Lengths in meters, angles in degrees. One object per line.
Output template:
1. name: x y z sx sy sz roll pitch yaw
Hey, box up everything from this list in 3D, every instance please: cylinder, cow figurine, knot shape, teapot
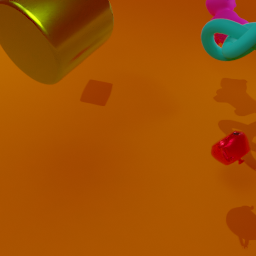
1. cylinder: -0.620 -0.874 2.405 0.736 0.736 0.736 26 56 22
2. cow figurine: 2.654 -2.845 7.371 1.640 0.900 1.614 41 102 36
3. knot shape: 2.420 -1.908 6.062 1.736 0.857 1.856 9 14 40
4. teapot: 1.822 0.378 4.866 0.530 0.673 1.082 55 33 10
